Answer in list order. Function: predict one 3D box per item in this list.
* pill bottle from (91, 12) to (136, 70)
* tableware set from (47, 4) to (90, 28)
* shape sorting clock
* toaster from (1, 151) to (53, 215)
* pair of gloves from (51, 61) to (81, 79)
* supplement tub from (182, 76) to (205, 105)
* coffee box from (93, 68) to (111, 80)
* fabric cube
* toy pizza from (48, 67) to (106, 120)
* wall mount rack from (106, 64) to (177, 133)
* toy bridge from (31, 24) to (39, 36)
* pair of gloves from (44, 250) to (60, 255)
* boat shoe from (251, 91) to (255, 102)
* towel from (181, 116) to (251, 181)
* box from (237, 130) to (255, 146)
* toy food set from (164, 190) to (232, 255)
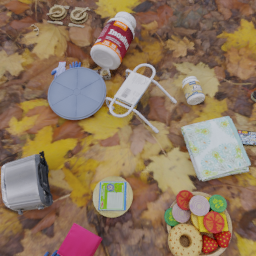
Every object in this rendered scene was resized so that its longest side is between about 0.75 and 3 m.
[{"bbox_3d":[-0.580,-4.066,12.890,1.436,1.436,2.543,20,66,9],"label":"pill bottle"},{"bbox_3d":[-3.070,-5.868,14.309,2.052,0.411,1.356,10,65,5],"label":"tableware set"},{"bbox_3d":[-0.566,2.537,10.398,1.509,0.296,1.509,-2,66,4],"label":"shape sorting clock"},{"bbox_3d":[-3.664,1.941,10.156,1.451,1.276,2.246,-14,66,-4],"label":"toaster"},{"bbox_3d":[-2.798,-2.613,12.917,1.419,0.162,1.141,5,65,1],"label":"pair of gloves"},{"bbox_3d":[2.802,-1.618,12.100,0.766,0.766,1.059,-11,65,-5],"label":"supplement tub"},{"bbox_3d":[-1.223,-2.410,12.725,0.808,0.323,0.457,-10,65,-5],"label":"coffee box"},{"bbox_3d":[-1.566,3.921,9.347,1.025,1.045,1.042,25,69,10],"label":"fabric cube"},{"bbox_3d":[-2.201,-1.493,12.202,2.547,0.404,2.547,-1,69,3],"label":"toy pizza"},{"bbox_3d":[0.586,-1.222,11.826,2.531,1.086,2.913,27,68,16],"label":"wall mount rack"},{"bbox_3d":[-4.603,-4.911,14.030,0.258,0.104,0.766,-26,67,-12],"label":"toy bridge"},{"bbox_3d":[-2.476,4.870,9.387,1.136,0.161,1.412,-38,71,-18],"label":"pair of gloves"},{"bbox_3d":[6.111,-1.217,12.024,1.555,0.570,0.579,20,66,9],"label":"boat shoe"},{"bbox_3d":[3.449,0.788,11.076,2.069,0.582,2.417,-12,65,-6],"label":"towel"},{"bbox_3d":[4.920,0.420,11.470,0.878,0.175,0.601,7,65,3],"label":"box"},{"bbox_3d":[2.480,3.352,9.861,2.377,0.578,2.353,-3,65,-1],"label":"toy food set"}]
